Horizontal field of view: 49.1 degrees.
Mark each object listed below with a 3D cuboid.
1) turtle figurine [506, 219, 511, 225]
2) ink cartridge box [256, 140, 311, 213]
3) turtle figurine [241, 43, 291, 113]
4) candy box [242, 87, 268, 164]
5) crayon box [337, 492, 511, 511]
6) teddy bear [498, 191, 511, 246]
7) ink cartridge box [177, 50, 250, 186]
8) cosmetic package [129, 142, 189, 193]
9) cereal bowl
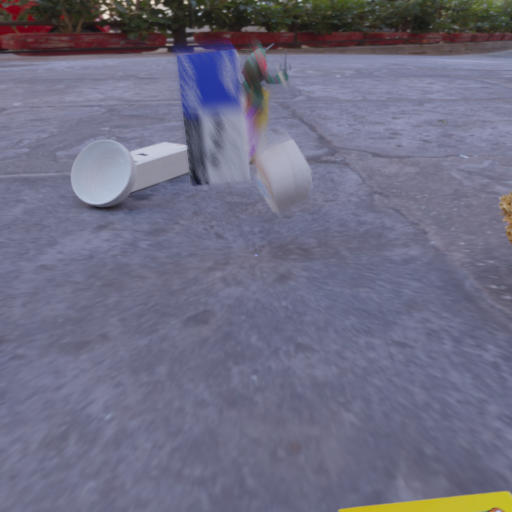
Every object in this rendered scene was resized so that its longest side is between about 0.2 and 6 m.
[{"bbox_3d":[4.592,-0.268,8.659,1.460,0.470,1.177,-1,53,-38],"label":"turtle figurine"},{"bbox_3d":[0.427,-1.265,8.969,0.655,0.905,0.666,-24,69,-9],"label":"ink cartridge box"},{"bbox_3d":[0.039,-2.782,8.519,0.565,1.123,0.841,-14,59,-29],"label":"turtle figurine"},{"bbox_3d":[-0.236,-2.501,10.868,0.832,1.427,0.403,-1,-9,28],"label":"candy box"},{"bbox_3d":[1.358,2.310,3.540,1.357,0.459,1.573,-2,25,-7],"label":"crayon box"},{"bbox_3d":[5.067,-0.082,7.922,3.438,1.148,2.493,-8,53,-23],"label":"teddy bear"},{"bbox_3d":[-0.617,-2.013,8.284,0.876,1.863,0.412,-5,9,3],"label":"ink cartridge box"},{"bbox_3d":[-2.570,-2.087,13.017,1.037,0.636,2.513,16,29,30],"label":"cosmetic package"},{"bbox_3d":[-3.027,-1.619,11.426,1.392,1.392,0.580,9,-10,19],"label":"cereal bowl"}]
